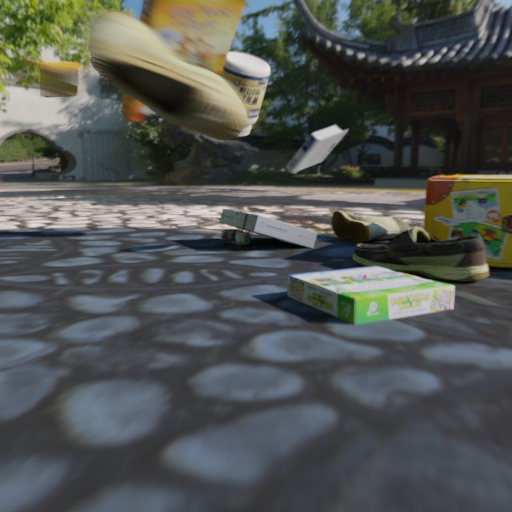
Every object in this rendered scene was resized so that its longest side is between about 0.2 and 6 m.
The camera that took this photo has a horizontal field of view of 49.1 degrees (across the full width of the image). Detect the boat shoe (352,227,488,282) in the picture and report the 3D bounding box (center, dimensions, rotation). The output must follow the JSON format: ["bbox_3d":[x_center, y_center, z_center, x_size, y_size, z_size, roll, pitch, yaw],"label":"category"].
[{"bbox_3d":[2.836,-0.105,9.864,0.901,0.829,2.523,-9,13,-43],"label":"boat shoe"}]

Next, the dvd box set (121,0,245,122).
[{"bbox_3d":[-1.174,-3.225,8.933,1.674,2.288,0.336,-20,62,-38],"label":"dvd box set"}]

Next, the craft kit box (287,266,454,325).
[{"bbox_3d":[1.529,0.490,7.720,1.645,0.399,1.625,-5,8,-26],"label":"craft kit box"}]

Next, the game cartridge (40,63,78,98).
[{"bbox_3d":[-3.071,-2.745,8.748,0.591,0.521,0.096,-17,42,-39],"label":"game cartridge"}]

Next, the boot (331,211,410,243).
[{"bbox_3d":[2.925,-0.780,14.566,1.445,0.673,1.868,-5,16,-22],"label":"boot"}]

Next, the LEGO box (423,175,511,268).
[{"bbox_3d":[5.872,-0.735,11.049,4.340,1.675,3.232,5,11,30],"label":"LEGO box"}]

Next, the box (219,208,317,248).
[{"bbox_3d":[0.240,-0.672,13.370,1.606,0.424,2.060,15,1,-26],"label":"box"}]

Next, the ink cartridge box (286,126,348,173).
[{"bbox_3d":[1.303,-2.308,12.014,1.119,0.242,1.099,-28,-14,-42],"label":"ink cartridge box"}]

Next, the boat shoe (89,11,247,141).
[{"bbox_3d":[-0.947,-1.862,6.459,0.798,0.688,2.187,-26,-37,29],"label":"boat shoe"}]

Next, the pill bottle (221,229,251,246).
[{"bbox_3d":[-0.481,-0.442,13.350,0.660,0.382,0.382,6,11,34],"label":"pill bottle"}]

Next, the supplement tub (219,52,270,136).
[{"bbox_3d":[-0.460,-3.970,13.809,1.258,1.743,1.258,12,33,-8],"label":"supplement tub"}]
